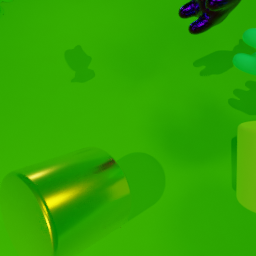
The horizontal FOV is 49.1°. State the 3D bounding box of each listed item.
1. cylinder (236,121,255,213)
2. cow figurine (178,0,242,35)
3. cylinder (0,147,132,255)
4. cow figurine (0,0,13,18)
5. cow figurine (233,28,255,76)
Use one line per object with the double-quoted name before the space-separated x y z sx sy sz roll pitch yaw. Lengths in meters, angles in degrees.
"cylinder" 2.434 0.590 4.475 1.291 1.291 1.291 -3 99 -2
"cow figurine" 1.941 -2.613 5.185 1.690 1.717 0.943 -26 80 -16
"cylinder" -0.903 1.111 4.144 1.396 1.396 1.396 -16 57 -46
"cow figurine" -2.692 -2.376 4.976 0.742 1.330 1.352 -41 91 24
"cow figurine" 2.844 -1.087 4.621 1.700 0.948 1.727 35 36 32
